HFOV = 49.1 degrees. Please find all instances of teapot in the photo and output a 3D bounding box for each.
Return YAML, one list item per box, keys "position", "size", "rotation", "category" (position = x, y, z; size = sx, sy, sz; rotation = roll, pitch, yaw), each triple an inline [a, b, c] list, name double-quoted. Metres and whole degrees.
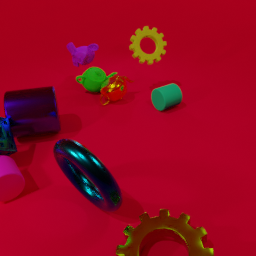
- position: [-1.207, -1.902, 10.696]
  size: [1.622, 0.794, 1.009]
  rotation: [-9, 62, -26]
  category: "teapot"
- position: [-0.424, -1.411, 10.156]
  size: [1.648, 0.807, 1.024]
  rotation: [-44, 29, -18]
  category: "teapot"

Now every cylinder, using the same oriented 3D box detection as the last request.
- position: [1.338, -1.072, 9.705]
  size: [0.778, 0.778, 0.778]
  rotation: [-21, 40, -26]
  category: "cylinder"
- position: [-2.911, 1.164, 6.520]
  size: [0.782, 0.782, 0.782]
  rotation: [-22, 39, -28]
  category: "cylinder"
- position: [-2.796, -0.484, 8.338]
  size: [1.393, 1.393, 1.393]
  rotation: [-9, 36, -12]
  category: "cylinder"

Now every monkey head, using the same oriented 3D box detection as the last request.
- position: [-1.874, -3.019, 11.218]
  size: [1.484, 1.068, 0.894]
  rotation: [-15, 25, 49]
  category: "monkey head"

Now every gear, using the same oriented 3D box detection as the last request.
- position: [0.708, -2.903, 9.881]
  size: [1.278, 1.278, 0.236]
  rotation: [-8, 2, -11]
  category: "gear"
- position: [0.649, 2.301, 5.053]
  size: [1.703, 0.315, 1.703]
  rotation: [-8, 40, 6]
  category: "gear"

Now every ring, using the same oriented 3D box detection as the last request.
- position: [-0.858, 1.001, 5.843]
  size: [1.886, 1.886, 0.377]
  rotation: [28, 57, 34]
  category: "ring"

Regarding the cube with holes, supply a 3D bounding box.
- position: [-3.572, 0.317, 6.975]
  size: [0.961, 0.961, 0.961]
  rotation: [-26, 75, 16]
  category: "cube with holes"
